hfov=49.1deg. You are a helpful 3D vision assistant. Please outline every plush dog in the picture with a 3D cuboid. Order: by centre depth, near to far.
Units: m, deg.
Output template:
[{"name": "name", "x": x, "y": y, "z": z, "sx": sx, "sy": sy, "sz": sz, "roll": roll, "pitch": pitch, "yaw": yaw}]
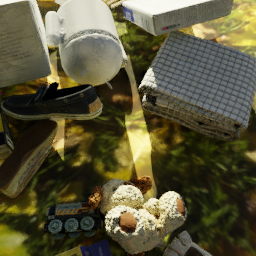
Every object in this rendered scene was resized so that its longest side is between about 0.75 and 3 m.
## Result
[{"name": "plush dog", "x": 0.029, "y": 1.728, "z": 5.824, "sx": 1.847, "sy": 1.482, "sz": 1.586, "roll": -4, "pitch": 42, "yaw": -35}]

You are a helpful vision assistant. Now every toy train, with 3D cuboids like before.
[{"name": "toy train", "x": -1.162, "y": 1.936, "z": 5.995, "sx": 1.252, "sy": 0.534, "sz": 0.714, "roll": -5, "pitch": 49, "yaw": 0}]

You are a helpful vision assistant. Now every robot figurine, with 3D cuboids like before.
[{"name": "robot figurine", "x": -1.069, "y": -2.354, "z": 7.657, "sx": 2.448, "sy": 1.630, "sz": 2.887, "roll": 7, "pitch": 55, "yaw": -34}]

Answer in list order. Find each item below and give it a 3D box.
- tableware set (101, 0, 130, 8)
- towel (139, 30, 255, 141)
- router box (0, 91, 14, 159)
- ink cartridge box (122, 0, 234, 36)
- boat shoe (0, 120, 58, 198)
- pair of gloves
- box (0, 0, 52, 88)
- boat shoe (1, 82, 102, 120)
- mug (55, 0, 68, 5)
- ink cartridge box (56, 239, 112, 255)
[{"name": "tableware set", "x": 0.025, "y": -5.040, "z": 9.863, "sx": 2.835, "sy": 0.435, "sz": 1.910, "roll": -34, "pitch": 64, "yaw": -16}, {"name": "towel", "x": 1.840, "y": -1.085, "z": 7.286, "sx": 2.691, "sy": 1.152, "sz": 2.228, "roll": 21, "pitch": 65, "yaw": 9}, {"name": "router box", "x": -4.389, "y": 0.125, "z": 6.831, "sx": 2.741, "sy": 0.700, "sz": 2.045, "roll": -19, "pitch": 63, "yaw": -10}, {"name": "ink cartridge box", "x": 1.592, "y": -3.577, "z": 8.198, "sx": 2.919, "sy": 0.632, "sz": 2.866, "roll": -16, "pitch": 32, "yaw": -8}, {"name": "boat shoe", "x": -2.328, "y": 0.663, "z": 6.667, "sx": 0.745, "sy": 0.637, "sz": 2.032, "roll": 17, "pitch": 58, "yaw": 29}, {"name": "pair of gloves", "x": 1.045, "y": 3.307, "z": 5.281, "sx": 2.132, "sy": 0.374, "sz": 1.813, "roll": -41, "pitch": 70, "yaw": -18}, {"name": "box", "x": -3.660, "y": -2.483, "z": 7.144, "sx": 2.871, "sy": 1.876, "sz": 2.856, "roll": -15, "pitch": 43, "yaw": -8}, {"name": "boat shoe", "x": -1.889, "y": -0.698, "z": 6.753, "sx": 2.581, "sy": 0.803, "sz": 0.963, "roll": 2, "pitch": 34, "yaw": 15}, {"name": "mug", "x": -2.088, "y": -4.808, "z": 9.453, "sx": 1.021, "sy": 0.838, "sz": 0.818, "roll": -31, "pitch": 65, "yaw": -16}, {"name": "ink cartridge box", "x": -1.009, "y": 3.239, "z": 5.199, "sx": 1.801, "sy": 0.423, "sz": 1.779, "roll": -22, "pitch": 61, "yaw": -1}]
